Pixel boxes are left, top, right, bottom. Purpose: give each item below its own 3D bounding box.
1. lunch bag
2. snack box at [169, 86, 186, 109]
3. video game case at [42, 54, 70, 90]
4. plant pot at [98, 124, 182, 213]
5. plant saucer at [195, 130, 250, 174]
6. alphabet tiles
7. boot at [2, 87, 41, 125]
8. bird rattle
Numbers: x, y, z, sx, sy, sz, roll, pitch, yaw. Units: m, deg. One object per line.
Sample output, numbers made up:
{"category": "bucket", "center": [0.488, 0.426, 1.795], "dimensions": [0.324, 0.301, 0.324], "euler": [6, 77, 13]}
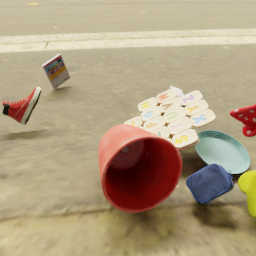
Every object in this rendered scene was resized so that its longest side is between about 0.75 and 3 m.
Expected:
{"category": "lunch bag", "center": [1.767, 1.157, 5.907], "dimensions": [0.919, 0.608, 0.625], "euler": [-33, 64, 16]}
{"category": "snack box", "center": [1.758, -1.073, 9.752], "dimensions": [0.449, 0.152, 1.249], "euler": [19, 31, -15]}
{"category": "video game case", "center": [-2.611, -2.053, 10.280], "dimensions": [0.099, 1.134, 0.810], "euler": [35, 65, 31]}
{"category": "plant pot", "center": [0.094, 0.700, 6.062], "dimensions": [1.685, 1.685, 1.491], "euler": [-10, 21, -14]}
{"category": "plant saucer", "center": [2.360, 0.625, 7.141], "dimensions": [1.466, 0.201, 1.466], "euler": [10, 42, -9]}
{"category": "alphabet tiles", "center": [1.013, -0.196, 7.663], "dimensions": [2.432, 0.181, 2.486], "euler": [-24, 37, 10]}
{"category": "boot", "center": [-3.113, -0.798, 8.126], "dimensions": [0.862, 1.195, 0.433], "euler": [29, -1, -6]}
{"category": "bird rattle", "center": [3.249, 0.462, 5.379], "dimensions": [1.497, 2.658, 2.167], "euler": [-13, 16, -41]}
